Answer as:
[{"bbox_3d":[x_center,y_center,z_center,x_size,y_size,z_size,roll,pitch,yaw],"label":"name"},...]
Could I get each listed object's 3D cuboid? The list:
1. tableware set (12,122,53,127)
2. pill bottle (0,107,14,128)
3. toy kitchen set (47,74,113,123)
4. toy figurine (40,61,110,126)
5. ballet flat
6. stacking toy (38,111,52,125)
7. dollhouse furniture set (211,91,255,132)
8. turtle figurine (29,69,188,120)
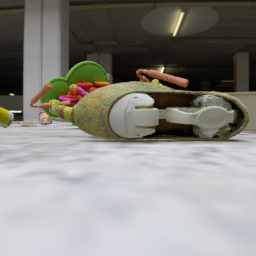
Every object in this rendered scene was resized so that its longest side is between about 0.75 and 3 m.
[{"bbox_3d":[-3.756,-0.146,10.491,1.353,0.188,1.620,0,1,25],"label":"tableware set"},{"bbox_3d":[-3.942,-0.394,8.305,0.537,0.537,0.982,1,-18,27],"label":"pill bottle"},{"bbox_3d":[-2.305,-1.504,13.067,2.311,2.556,2.833,3,-4,14],"label":"toy kitchen set"},{"bbox_3d":[-0.499,-0.726,7.418,2.431,1.983,2.641,13,15,36],"label":"toy figurine"},{"bbox_3d":[0.405,-0.147,3.102,1.986,0.702,0.702,0,2,-10],"label":"ballet flat"},{"bbox_3d":[-3.848,-0.355,13.070,0.635,0.671,1.157,-4,16,-17],"label":"stacking toy"},{"bbox_3d":[3.096,-0.658,6.393,1.244,1.457,2.811,4,4,43],"label":"dollhouse furniture set"},{"bbox_3d":[-0.120,-0.224,4.079,2.178,0.701,1.756,-8,-9,19],"label":"turtle figurine"}]
